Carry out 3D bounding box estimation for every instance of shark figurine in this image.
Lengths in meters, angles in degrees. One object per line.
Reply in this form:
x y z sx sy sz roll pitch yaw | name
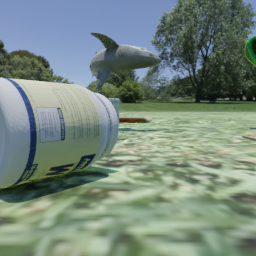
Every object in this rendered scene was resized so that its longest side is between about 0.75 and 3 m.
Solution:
-0.706 -1.614 8.330 1.894 1.323 3.170 20 -16 -27 | shark figurine

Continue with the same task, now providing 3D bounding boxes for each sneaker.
4.236 -1.801 7.817 2.351 0.871 0.982 41 11 29 | sneaker

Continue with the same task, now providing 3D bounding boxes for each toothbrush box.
-1.579 -0.510 9.036 2.197 0.946 1.599 3 5 23 | toothbrush box

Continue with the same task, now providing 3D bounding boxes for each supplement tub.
-0.698 0.012 2.427 0.821 0.821 1.132 3 5 37 | supplement tub

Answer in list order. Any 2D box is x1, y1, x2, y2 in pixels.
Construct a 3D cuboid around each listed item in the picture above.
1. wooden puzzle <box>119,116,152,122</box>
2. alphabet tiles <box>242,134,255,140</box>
0.119 -0.392 12.265 1.738 0.324 1.608 6 5 12 | wooden puzzle
2.974 0.201 5.270 1.246 0.047 1.497 0 4 -2 | alphabet tiles
